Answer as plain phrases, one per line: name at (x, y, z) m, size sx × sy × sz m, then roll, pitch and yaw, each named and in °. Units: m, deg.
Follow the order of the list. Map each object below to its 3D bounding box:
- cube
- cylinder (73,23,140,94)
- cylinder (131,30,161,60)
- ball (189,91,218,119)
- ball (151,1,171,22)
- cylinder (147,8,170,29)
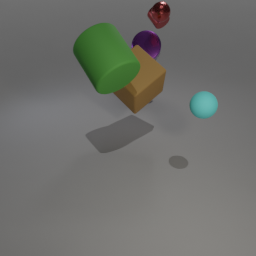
cube at (0.273, -1.623, 9.547) m, size 1.400 × 1.400 × 1.400 m, roll -41°, pitch 73°, yaw -13°
cylinder at (-0.592, -1.896, 7.766) m, size 1.400 × 1.400 × 1.400 m, roll -22°, pitch 73°, yaw -33°
cylinder at (0.914, -3.953, 13.806) m, size 1.400 × 1.400 × 1.400 m, roll 3°, pitch 8°, yaw 5°
ball at (1.932, -0.586, 7.169) m, size 0.700 × 0.700 × 0.700 m, roll 0°, pitch 30°, yaw 0°
ball at (1.192, -4.217, 10.178) m, size 0.700 × 0.700 × 0.700 m, roll 0°, pitch 30°, yaw 0°
cylinder at (1.286, -4.696, 11.830) m, size 0.700 × 0.700 × 0.700 m, roll -23°, pitch 73°, yaw -34°
